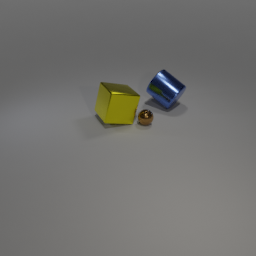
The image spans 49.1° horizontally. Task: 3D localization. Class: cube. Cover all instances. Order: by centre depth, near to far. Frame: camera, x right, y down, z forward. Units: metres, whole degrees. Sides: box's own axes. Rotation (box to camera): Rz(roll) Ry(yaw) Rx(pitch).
[{"bbox_3d":[-0.504,-1.096,12.393,1.400,1.400,1.400,2,26,-28],"label":"cube"}]

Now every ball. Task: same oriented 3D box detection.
[{"bbox_3d":[0.777,-0.476,12.326,0.700,0.700,0.700,0,30,0],"label":"ball"}]

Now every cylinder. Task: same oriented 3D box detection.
[{"bbox_3d":[1.849,-1.875,13.581,1.400,1.400,1.400,41,43,12],"label":"cylinder"}]
